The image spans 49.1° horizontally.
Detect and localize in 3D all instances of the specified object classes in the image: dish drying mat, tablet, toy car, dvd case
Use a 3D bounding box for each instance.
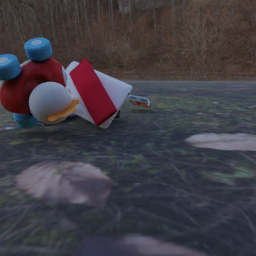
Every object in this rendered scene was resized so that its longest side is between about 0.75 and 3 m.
[{"bbox_3d":[-1.115,-1.135,8.675,0.841,2.189,0.199,-39,-25,19],"label":"dish drying mat"},{"bbox_3d":[-1.285,-1.151,9.082,2.532,1.647,0.173,27,-14,22],"label":"tablet"},{"bbox_3d":[-2.047,-0.877,7.416,2.258,2.081,1.997,28,53,28],"label":"toy car"},{"bbox_3d":[-2.778,-0.552,9.967,1.461,0.157,1.964,23,21,24],"label":"dvd case"}]

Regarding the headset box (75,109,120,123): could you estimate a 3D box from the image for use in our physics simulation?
[{"bbox_3d":[-1.127,-0.630,9.783,1.386,0.520,1.030,-11,24,-38],"label":"headset box"}]

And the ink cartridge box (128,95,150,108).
[{"bbox_3d":[0.493,-1.059,12.177,0.880,0.272,1.085,12,-17,12],"label":"ink cartridge box"}]
